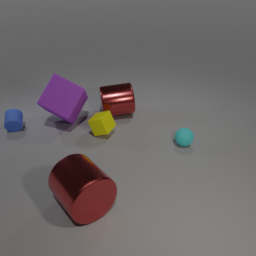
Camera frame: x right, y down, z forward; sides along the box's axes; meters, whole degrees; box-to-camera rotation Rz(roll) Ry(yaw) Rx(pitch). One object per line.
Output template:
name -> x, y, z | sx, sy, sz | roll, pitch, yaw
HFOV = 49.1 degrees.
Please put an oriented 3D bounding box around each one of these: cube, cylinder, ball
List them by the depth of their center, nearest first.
cylinder -> -1.244, 1.618, 7.642 | 1.400, 1.400, 1.400 | -21, 36, -32
ball -> 2.116, 0.341, 10.529 | 0.700, 0.700, 0.700 | 0, 30, 0
cube -> -1.024, -0.184, 11.058 | 0.700, 0.700, 0.700 | -8, 27, 34
cylinder -> -4.711, -0.320, 11.538 | 0.700, 0.700, 0.700 | -7, 51, -11
cube -> -2.643, -1.160, 11.576 | 1.400, 1.400, 1.400 | 27, -8, 1
cylinder -> -0.492, -1.241, 12.500 | 1.400, 1.400, 1.400 | -9, 31, -7
